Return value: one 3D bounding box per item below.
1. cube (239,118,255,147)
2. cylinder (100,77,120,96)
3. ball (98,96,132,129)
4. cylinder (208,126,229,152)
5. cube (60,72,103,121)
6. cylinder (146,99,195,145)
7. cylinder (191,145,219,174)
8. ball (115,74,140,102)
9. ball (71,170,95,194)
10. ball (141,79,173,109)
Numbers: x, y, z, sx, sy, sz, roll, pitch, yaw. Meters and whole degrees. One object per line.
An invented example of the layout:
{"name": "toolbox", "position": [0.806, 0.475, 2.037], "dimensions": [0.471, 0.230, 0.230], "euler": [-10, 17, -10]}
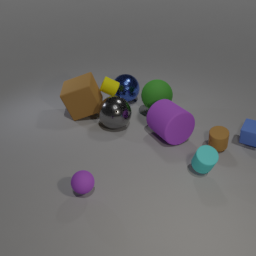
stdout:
{"name": "cube", "position": [4.669, 0.179, 10.530], "dimensions": [0.700, 0.700, 0.700], "euler": [18, 51, 31]}
{"name": "cylinder", "position": [-0.839, -1.880, 12.735], "dimensions": [0.700, 0.700, 0.700], "euler": [24, 28, -13]}
{"name": "ball", "position": [-0.551, -0.651, 11.770], "dimensions": [1.400, 1.400, 1.400], "euler": [0, 31, 0]}
{"name": "cylinder", "position": [3.344, 0.397, 10.343], "dimensions": [0.700, 0.700, 0.700], "euler": [-6, 44, 6]}
{"name": "cube", "position": [-2.046, -1.426, 12.597], "dimensions": [1.400, 1.400, 1.400], "euler": [-18, 35, 9]}
{"name": "cylinder", "position": [1.659, -0.254, 11.037], "dimensions": [1.400, 1.400, 1.400], "euler": [-15, 32, -23]}
{"name": "cylinder", "position": [2.452, 1.012, 8.969], "dimensions": [0.700, 0.700, 0.700], "euler": [1, 58, -2]}
{"name": "ball", "position": [-0.118, -1.985, 13.997], "dimensions": [1.400, 1.400, 1.400], "euler": [0, 31, 0]}
{"name": "ball", "position": [-1.347, 1.610, 8.337], "dimensions": [0.700, 0.700, 0.700], "euler": [0, 31, 0]}
{"name": "ball", "position": [1.294, -1.467, 12.535], "dimensions": [1.400, 1.400, 1.400], "euler": [0, 31, 0]}
